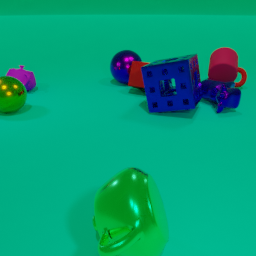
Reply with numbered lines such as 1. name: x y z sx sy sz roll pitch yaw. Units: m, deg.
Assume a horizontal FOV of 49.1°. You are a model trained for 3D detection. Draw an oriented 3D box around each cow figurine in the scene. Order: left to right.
1. cow figurine: 2.858 -1.122 9.010 1.650 0.906 1.624 21 27 36

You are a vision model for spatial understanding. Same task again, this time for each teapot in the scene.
1. teapot: -4.055 -1.918 10.553 1.127 0.887 1.812 0 15 -40
2. teapot: -0.007 1.106 3.644 0.904 1.148 1.846 -18 4 11

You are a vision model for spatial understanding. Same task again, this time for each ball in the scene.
1. ball: -3.625 -1.001 8.422 1.111 1.111 1.111 0 24 0
2. ball: -0.056 -2.472 11.391 1.370 1.370 1.370 0 24 0

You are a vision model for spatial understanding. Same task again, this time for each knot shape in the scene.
1. knot shape: 3.845 -1.967 10.932 1.212 0.599 1.295 -32 44 -29

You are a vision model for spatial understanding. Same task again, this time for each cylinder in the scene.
1. cylinder: 3.419 -2.207 10.063 0.996 0.996 0.996 7 50 15

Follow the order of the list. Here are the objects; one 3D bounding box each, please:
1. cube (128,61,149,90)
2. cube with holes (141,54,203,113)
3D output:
1. cube: 0.653 -1.881 10.304 0.906 0.906 0.906 12 5 25
2. cube with holes: 1.376 -1.366 8.467 1.372 1.372 1.372 -4 18 26
